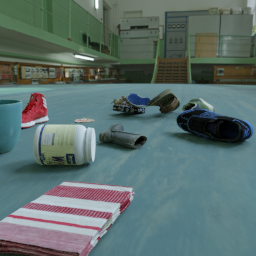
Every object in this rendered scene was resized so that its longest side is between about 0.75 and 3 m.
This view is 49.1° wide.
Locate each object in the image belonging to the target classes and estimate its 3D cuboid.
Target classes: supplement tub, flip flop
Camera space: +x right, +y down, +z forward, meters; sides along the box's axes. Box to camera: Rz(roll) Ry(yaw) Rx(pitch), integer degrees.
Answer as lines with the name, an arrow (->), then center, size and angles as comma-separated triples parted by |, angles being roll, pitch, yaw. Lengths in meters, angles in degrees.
supplement tub -> -1.451, 0.390, 6.558 | 1.297, 0.940, 0.940 | 0, 11, 0
flip flop -> 1.946, -1.120, 13.810 | 1.208, 0.858, 2.979 | -33, -20, 19

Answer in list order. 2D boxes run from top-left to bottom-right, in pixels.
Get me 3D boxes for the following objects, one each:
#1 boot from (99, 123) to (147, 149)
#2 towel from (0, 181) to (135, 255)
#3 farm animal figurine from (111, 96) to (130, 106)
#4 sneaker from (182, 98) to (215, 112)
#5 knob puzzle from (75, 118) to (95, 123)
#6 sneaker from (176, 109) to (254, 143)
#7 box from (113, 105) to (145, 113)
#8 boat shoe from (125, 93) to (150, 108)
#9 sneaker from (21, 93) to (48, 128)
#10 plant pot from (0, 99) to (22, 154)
boot -> -0.038, 0.217, 8.540 | 1.375, 0.499, 1.250 | 0, 23, 35
towel -> -0.872, 1.258, 4.143 | 1.463, 0.231, 2.031 | 2, 10, 19
farm animal figurine -> -0.071, -1.588, 16.504 | 1.706, 0.858, 1.377 | 10, 15, 40
sneaker -> 3.103, -0.976, 13.407 | 1.139, 0.851, 2.537 | 4, 14, -9
knob puzzle -> -1.970, -0.349, 12.268 | 0.876, 0.121, 0.876 | 0, 12, 0
sneaker -> 2.627, -0.112, 9.096 | 2.608, 0.914, 1.016 | 10, 8, 37
box -> 0.068, -0.964, 14.376 | 1.096, 0.298, 1.368 | 9, 7, 36
boat shoe -> 0.378, -1.224, 13.409 | 0.612, 0.611, 1.691 | -14, -14, 40
sneaker -> -4.060, -0.757, 11.307 | 0.877, 1.293, 2.239 | 3, 12, 12
plant pot -> -3.721, -0.035, 7.631 | 1.680, 1.348, 1.680 | 0, 12, 0
